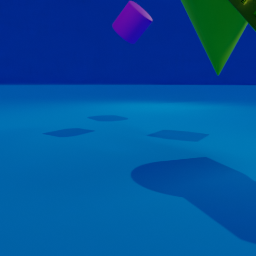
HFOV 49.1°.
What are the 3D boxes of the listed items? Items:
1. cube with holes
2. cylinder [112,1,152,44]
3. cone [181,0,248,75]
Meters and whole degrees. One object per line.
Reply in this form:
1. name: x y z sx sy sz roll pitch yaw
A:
1. cube with holes: 1.901 -1.675 3.319 0.940 0.940 0.940 5 50 -34
2. cylinder: 0.154 -3.783 10.077 1.056 1.056 1.056 32 31 -22
3. cone: 1.504 -1.623 4.581 1.509 1.514 1.509 -3 18 1
